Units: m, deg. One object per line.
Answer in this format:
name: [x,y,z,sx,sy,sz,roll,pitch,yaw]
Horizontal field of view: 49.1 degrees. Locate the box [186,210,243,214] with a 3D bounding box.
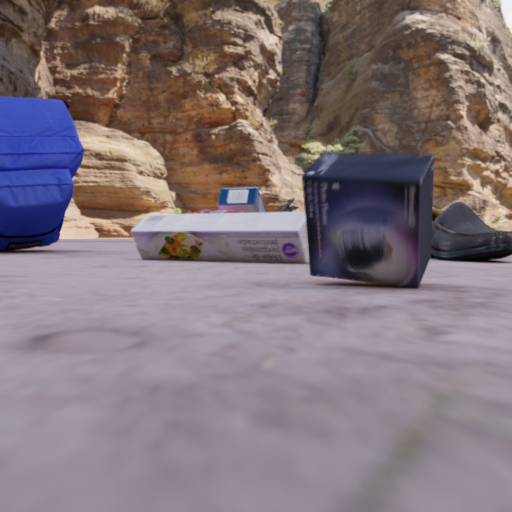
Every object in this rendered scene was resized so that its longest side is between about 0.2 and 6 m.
box: [-0.901,-0.487,11.703,0.849,0.887,1.779,-1,2,-19]

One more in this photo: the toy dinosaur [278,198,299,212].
toy dinosaur: [0.504,-0.506,11.057,3.434,0.815,1.513,-3,27,-24]

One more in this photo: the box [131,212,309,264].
box: [-0.538,-0.279,8.417,2.900,0.561,0.601,1,34,26]

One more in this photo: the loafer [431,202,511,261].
loafer: [3.201,-0.405,9.008,0.944,0.937,2.592,0,3,-15]

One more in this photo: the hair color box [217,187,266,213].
hair color box: [-0.237,-0.838,13.180,0.899,0.544,1.797,0,-33,13]

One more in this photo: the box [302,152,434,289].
box: [0.888,-0.295,4.403,0.898,0.906,0.558,5,31,24]

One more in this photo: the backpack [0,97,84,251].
backpack: [-5.675,-1.481,12.633,2.828,2.921,3.481,-3,-29,-35]
